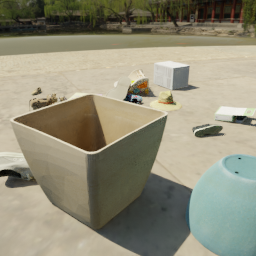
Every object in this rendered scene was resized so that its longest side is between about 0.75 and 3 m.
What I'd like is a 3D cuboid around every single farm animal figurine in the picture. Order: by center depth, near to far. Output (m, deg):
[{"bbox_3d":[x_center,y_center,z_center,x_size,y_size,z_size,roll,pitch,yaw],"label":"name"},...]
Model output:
[{"bbox_3d":[-3.393,-1.208,12.655,1.438,0.896,1.781,11,26,24],"label":"farm animal figurine"}]

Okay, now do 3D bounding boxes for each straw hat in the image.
[{"bbox_3d":[1.807,-1.422,13.405,1.667,0.705,1.667,1,23,0],"label":"straw hat"}]

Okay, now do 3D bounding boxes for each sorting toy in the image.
[{"bbox_3d":[0.136,-2.434,15.524,1.799,1.068,1.999,-10,25,-2],"label":"sorting toy"}]

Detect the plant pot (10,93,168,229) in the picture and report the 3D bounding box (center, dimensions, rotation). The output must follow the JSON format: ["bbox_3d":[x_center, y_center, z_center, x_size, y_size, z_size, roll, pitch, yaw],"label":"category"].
[{"bbox_3d":[-0.815,0.729,6.548,2.511,2.223,2.508,18,29,34],"label":"plant pot"}]

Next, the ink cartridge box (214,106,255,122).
[{"bbox_3d":[4.495,-0.579,11.754,1.474,0.353,1.072,8,24,29],"label":"ink cartridge box"}]

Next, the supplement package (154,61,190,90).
[{"bbox_3d":[2.554,-3.150,16.620,1.302,1.292,1.716,-15,27,-30],"label":"supplement package"}]

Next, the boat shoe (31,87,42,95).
[{"bbox_3d":[-5.031,-2.028,15.322,0.310,0.279,0.860,7,24,16],"label":"boat shoe"}]

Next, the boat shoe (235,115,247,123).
[{"bbox_3d":[4.776,-0.548,11.803,0.395,0.366,1.070,17,28,33],"label":"boat shoe"}]

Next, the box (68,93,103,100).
[{"bbox_3d":[-1.911,-0.994,12.404,1.285,0.706,1.461,4,25,9],"label":"box"}]

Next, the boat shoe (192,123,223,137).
[{"bbox_3d":[2.932,0.020,10.418,1.177,0.440,0.390,-14,38,-9],"label":"boat shoe"}]

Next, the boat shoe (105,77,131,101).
[{"bbox_3d":[-0.477,-1.582,13.751,0.893,0.770,2.457,21,46,8],"label":"boat shoe"}]

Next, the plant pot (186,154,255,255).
[{"bbox_3d":[2.385,1.430,5.867,2.198,1.480,2.198,0,24,0],"label":"plant pot"}]

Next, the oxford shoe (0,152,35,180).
[{"bbox_3d":[-2.505,1.103,7.704,2.297,0.864,0.663,3,58,-11],"label":"oxford shoe"}]

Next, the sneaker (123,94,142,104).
[{"bbox_3d":[0.163,-1.416,13.762,1.039,0.412,0.496,7,26,16],"label":"sneaker"}]
